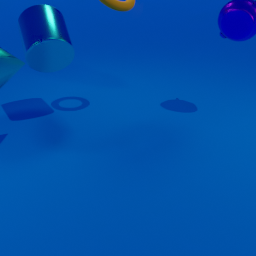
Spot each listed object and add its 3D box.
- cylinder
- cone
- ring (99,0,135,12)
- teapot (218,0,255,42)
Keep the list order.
[{"bbox_3d":[-2.251,-2.432,7.706,1.302,1.302,1.302,-11,65,-20],"label":"cylinder"},{"bbox_3d":[-2.689,-1.280,5.744,1.550,1.550,1.556,13,20,22],"label":"cone"},{"bbox_3d":[-0.364,-3.511,7.293,1.212,0.242,1.212,15,53,-22],"label":"ring"},{"bbox_3d":[3.046,-2.964,7.632,1.146,1.844,0.903,41,58,-5],"label":"teapot"}]
